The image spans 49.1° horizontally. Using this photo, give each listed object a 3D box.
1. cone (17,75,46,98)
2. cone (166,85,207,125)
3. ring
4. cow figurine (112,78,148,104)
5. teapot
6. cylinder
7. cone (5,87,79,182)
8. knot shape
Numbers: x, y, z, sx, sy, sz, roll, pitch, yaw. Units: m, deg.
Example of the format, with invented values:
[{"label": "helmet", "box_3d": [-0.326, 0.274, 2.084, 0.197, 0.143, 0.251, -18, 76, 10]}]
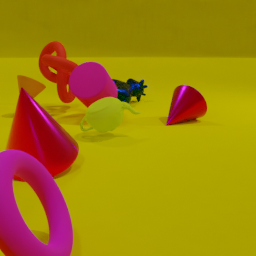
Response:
[{"label": "cone", "box_3d": [-3.062, -0.994, 8.459, 0.892, 0.895, 0.892, 17, -10, 3]}, {"label": "cone", "box_3d": [1.394, -0.413, 7.754, 1.137, 1.137, 1.142, 16, 49, 45]}, {"label": "ring", "box_3d": [-0.837, 0.706, 2.463, 0.227, 1.133, 1.133, -28, 16, 3]}, {"label": "cow figurine", "box_3d": [-0.039, -1.310, 10.375, 1.681, 0.938, 1.709, 6, 29, -10]}, {"label": "teapot", "box_3d": [-0.452, -0.272, 6.484, 1.471, 0.720, 0.915, -21, 26, 8]}, {"label": "cylinder", "box_3d": [-0.969, -1.157, 8.061, 1.117, 1.117, 1.117, 4, -15, 14]}, {"label": "cone", "box_3d": [-1.516, -0.066, 4.443, 1.284, 1.289, 1.284, -2, 35, 2]}, {"label": "knot shape", "box_3d": [-2.300, -1.972, 9.252, 0.958, 2.073, 1.939, -31, 69, -19]}]
